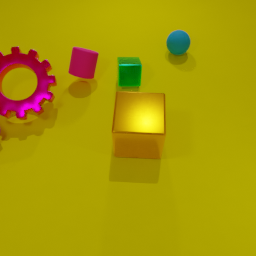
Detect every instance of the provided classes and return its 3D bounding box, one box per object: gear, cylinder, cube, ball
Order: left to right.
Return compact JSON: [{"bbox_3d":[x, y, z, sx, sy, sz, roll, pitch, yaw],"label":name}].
[{"bbox_3d":[-3.024,-1.237,7.789,1.981,0.366,1.981,1,82,-7],"label":"gear"},{"bbox_3d":[-1.387,-2.028,8.722,0.815,0.815,0.815,13,18,-4],"label":"cylinder"},{"bbox_3d":[0.030,-1.777,8.817,0.717,0.717,0.717,-1,34,-6],"label":"cube"},{"bbox_3d":[0.285,-0.057,7.261,1.267,1.267,1.267,3,58,2],"label":"cube"},{"bbox_3d":[1.758,-2.981,9.782,0.837,0.837,0.837,0,53,0],"label":"ball"}]
